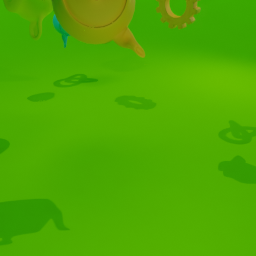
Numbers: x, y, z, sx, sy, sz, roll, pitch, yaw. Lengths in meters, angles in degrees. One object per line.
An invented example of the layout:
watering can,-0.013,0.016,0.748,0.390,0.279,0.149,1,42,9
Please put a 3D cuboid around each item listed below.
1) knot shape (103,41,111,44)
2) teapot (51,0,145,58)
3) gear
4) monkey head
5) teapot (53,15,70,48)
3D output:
knot shape,-1.311,-4.158,11.045,1.555,0.768,1.662,-6,66,-44
teapot,-0.455,-1.888,4.202,1.297,2.087,1.022,-40,16,2
gear,1.583,-3.959,8.951,1.494,1.494,0.276,22,40,33
monkey head,-1.947,-2.955,6.099,1.405,1.952,1.176,21,8,28
teapot,-2.060,-3.491,9.510,0.926,1.490,0.729,0,43,-26
